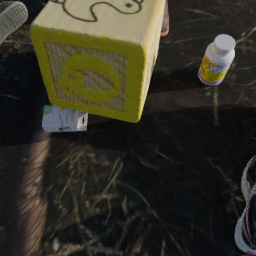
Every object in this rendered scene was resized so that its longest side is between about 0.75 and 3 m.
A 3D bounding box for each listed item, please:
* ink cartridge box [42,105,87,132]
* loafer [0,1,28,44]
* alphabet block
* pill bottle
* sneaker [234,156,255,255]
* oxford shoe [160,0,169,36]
[{"bbox_3d":[-1.733,-0.274,7.774,1.157,0.390,0.678,-2,64,-1],"label":"ink cartridge box"},{"bbox_3d":[-4.443,-3.236,9.033,0.889,0.960,2.552,33,66,30],"label":"loafer"},{"bbox_3d":[-0.568,-2.085,7.228,2.585,2.598,2.646,11,55,7],"label":"alphabet block"},{"bbox_3d":[2.531,-1.922,7.968,0.776,1.489,0.776,0,64,0],"label":"pill bottle"},{"bbox_3d":[3.220,1.667,6.462,0.975,1.048,2.427,15,64,6],"label":"sneaker"},{"bbox_3d":[0.829,-4.408,9.348,1.015,1.038,2.847,-8,72,-9],"label":"oxford shoe"}]
